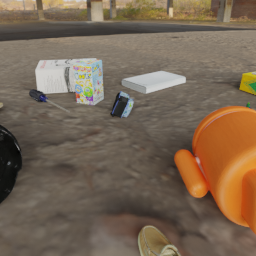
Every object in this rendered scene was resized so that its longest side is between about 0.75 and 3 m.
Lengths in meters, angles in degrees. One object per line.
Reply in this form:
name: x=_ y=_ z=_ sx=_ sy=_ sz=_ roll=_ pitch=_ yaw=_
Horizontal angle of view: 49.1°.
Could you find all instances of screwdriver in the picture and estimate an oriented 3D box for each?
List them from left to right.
screwdriver: x=-2.791 y=-0.889 z=9.940 sx=0.395 sy=0.412 sz=2.831 roll=-21 pitch=36 yaw=-36

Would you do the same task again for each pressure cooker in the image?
pressure cooker: x=-3.293 y=0.511 z=5.219 sx=2.106 sy=1.881 sz=1.852 roll=20 pitch=9 yaw=36

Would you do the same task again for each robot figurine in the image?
robot figurine: x=2.146 y=0.600 z=5.189 sx=1.693 sy=2.089 sz=2.904 roll=41 pitch=17 yaw=-17

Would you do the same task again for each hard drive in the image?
hard drive: x=1.152 y=-2.075 z=12.395 sx=2.411 sy=0.322 sz=1.590 roll=-20 pitch=32 yaw=-35

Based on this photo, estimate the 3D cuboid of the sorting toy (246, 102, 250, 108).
sorting toy: x=4.550 y=-0.685 z=9.284 sx=1.404 sy=0.484 sz=0.487 roll=1 pitch=26 yaw=0

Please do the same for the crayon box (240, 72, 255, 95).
crayon box: x=6.281 y=-1.756 z=11.207 sx=2.593 sy=0.756 sz=2.237 roll=-13 pitch=27 yaw=-25

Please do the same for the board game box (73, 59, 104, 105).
board game box: x=-1.426 y=-1.693 z=10.214 sx=0.767 sy=1.489 sz=0.781 roll=11 pitch=27 yaw=21

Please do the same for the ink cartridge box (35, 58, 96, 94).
ink cartridge box: x=-2.521 y=-2.250 z=11.897 sx=2.505 sy=1.056 sz=1.828 roll=-4 pitch=26 yaw=-9

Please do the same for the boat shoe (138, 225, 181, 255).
boat shoe: x=0.555 y=1.817 z=3.913 sx=0.518 sy=0.550 sz=1.446 roll=-10 pitch=27 yaw=-20

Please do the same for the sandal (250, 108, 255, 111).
sandal: x=3.558 y=-0.257 z=7.566 sx=0.915 sy=0.374 sz=0.250 roll=31 pitch=-8 yaw=-20

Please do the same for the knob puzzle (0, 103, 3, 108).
knob puzzle: x=-5.447 y=-0.373 z=8.783 sx=2.418 sy=0.335 sz=2.418 roll=0 pitch=25 yaw=0

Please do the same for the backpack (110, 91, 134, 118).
backpack: x=-0.165 y=-0.761 z=9.170 sx=0.615 sy=0.766 sz=0.837 roll=20 pitch=22 yaw=-9
